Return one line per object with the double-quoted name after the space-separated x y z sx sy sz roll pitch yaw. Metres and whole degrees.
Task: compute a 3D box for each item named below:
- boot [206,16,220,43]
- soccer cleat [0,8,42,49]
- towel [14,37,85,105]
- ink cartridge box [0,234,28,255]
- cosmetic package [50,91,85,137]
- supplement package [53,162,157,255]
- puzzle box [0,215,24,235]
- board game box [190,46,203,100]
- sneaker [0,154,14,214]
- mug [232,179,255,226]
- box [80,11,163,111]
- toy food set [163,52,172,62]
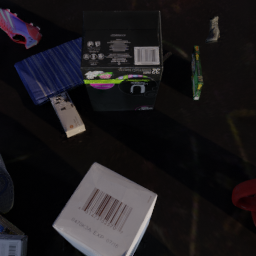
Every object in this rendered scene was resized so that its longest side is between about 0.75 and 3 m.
2.529 -2.972 8.433 0.346 0.668 1.022 1 31 29 "boot"
-4.305 -3.732 10.448 2.350 0.784 0.898 29 65 13 "soccer cleat"
-2.235 -2.085 9.756 2.922 0.349 2.116 -28 61 -18 "towel"
-3.056 3.236 6.117 1.499 0.376 1.728 2 84 2 "ink cartridge box"
-1.891 -0.448 8.699 0.593 0.364 1.437 -25 63 -13 "cosmetic package"
-0.399 2.057 5.988 1.424 2.437 1.429 25 62 14 "supplement package"
-3.462 2.566 6.704 1.770 0.225 1.178 28 90 16 "puzzle box"
2.248 -1.826 9.242 0.191 0.852 1.627 2 60 1 "board game box"
-3.504 1.230 7.485 0.789 0.922 2.117 -18 79 -13 "sneaker"
3.833 1.681 6.084 2.371 2.671 1.782 -12 61 -8 "mug"
-0.151 -1.728 7.953 2.015 2.712 1.686 0 73 0 "box"
0.675 -2.719 10.139 1.707 0.269 1.085 33 64 26 "toy food set"
